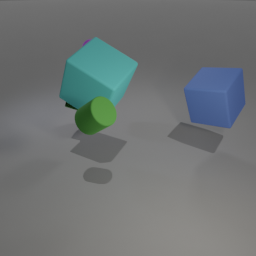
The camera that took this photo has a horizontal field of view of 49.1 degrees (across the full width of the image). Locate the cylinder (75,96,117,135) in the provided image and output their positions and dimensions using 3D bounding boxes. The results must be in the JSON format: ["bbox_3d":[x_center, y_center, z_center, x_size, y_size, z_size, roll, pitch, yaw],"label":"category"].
[{"bbox_3d":[-0.735,-0.271,6.343,0.700,0.700,0.700,-25,5,44],"label":"cylinder"}]

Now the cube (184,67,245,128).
[{"bbox_3d":[2.869,-1.030,9.177,1.400,1.400,1.400,11,45,39],"label":"cube"}]

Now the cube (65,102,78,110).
[{"bbox_3d":[-1.617,-0.961,9.576,0.700,0.700,0.700,17,6,16],"label":"cube"}]

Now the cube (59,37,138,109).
[{"bbox_3d":[-0.812,-1.292,7.586,1.400,1.400,1.400,32,49,3],"label":"cube"}]

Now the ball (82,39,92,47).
[{"bbox_3d":[-1.385,-3.000,10.599,0.700,0.700,0.700,0,28,0],"label":"ball"}]
